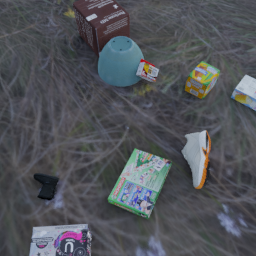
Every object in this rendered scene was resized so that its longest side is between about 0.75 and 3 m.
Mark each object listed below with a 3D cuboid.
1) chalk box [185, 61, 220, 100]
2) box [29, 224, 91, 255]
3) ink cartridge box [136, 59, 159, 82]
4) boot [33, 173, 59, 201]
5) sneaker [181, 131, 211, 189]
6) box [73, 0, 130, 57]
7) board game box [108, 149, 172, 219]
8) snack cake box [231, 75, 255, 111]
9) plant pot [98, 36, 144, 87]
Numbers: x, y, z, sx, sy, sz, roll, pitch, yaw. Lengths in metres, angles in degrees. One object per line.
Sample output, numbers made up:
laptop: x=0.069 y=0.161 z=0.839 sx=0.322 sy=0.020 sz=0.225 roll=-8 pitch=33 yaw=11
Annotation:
chalk box: x=3.341 y=-2.194 z=12.307 sx=0.954 sy=0.947 sz=1.528 roll=33 pitch=62 yaw=19
box: x=-1.968 y=3.522 z=8.404 sx=1.633 sy=1.079 sz=0.937 roll=-3 pitch=56 yaw=-2
ink cartridge box: x=0.893 y=-2.563 z=12.400 sx=0.373 sy=0.889 sz=0.780 roll=14 pitch=88 yaw=53
boot: x=-2.952 y=2.066 z=9.821 sx=1.005 sy=0.372 sz=0.823 roll=11 pitch=57 yaw=2
sneaker: x=2.452 y=1.164 z=10.295 sx=0.998 sy=0.821 sz=2.170 roll=-5 pitch=61 yaw=30
box: x=-1.249 y=-5.028 z=13.602 sx=1.852 sy=1.833 sz=2.233 roll=-30 pitch=63 yaw=-17
board game box: x=0.458 y=1.871 z=9.839 sx=1.486 sy=0.322 sz=2.209 roll=18 pitch=57 yaw=20
snack cake box: x=5.551 y=-1.366 z=11.946 sx=1.862 sy=0.626 sz=1.071 roll=34 pitch=61 yaw=20
plant pot: x=-0.308 y=-3.204 z=12.652 sx=2.240 sy=1.508 sz=2.240 roll=0 pitch=56 yaw=0
